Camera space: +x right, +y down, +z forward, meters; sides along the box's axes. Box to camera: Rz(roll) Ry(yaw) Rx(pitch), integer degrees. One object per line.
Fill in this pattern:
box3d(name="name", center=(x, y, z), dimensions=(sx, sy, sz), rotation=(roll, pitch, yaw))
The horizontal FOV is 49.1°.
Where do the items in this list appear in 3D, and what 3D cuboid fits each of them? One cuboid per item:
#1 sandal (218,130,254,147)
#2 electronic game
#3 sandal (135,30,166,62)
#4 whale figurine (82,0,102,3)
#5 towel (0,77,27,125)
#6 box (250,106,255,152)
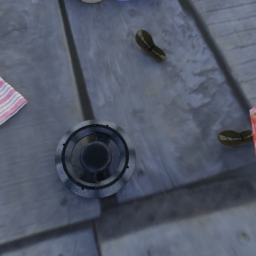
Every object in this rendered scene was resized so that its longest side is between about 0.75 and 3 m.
box3d(name="sandal", center=(3.049, 0.290, 7.925), dimensions=(1.193, 0.326, 0.488), rotation=(-8, 69, -20))
box3d(name="electronic game", center=(-0.865, 0.795, 7.549), dimensions=(2.168, 0.451, 2.168), rotation=(1, 71, -4))
box3d(name="sandal", center=(0.733, -2.707, 9.423), dimensions=(0.554, 0.370, 1.356), rotation=(-43, 85, -12))
box3d(name="whale figurine", center=(-1.694, -5.722, 10.415), dimensions=(2.395, 1.243, 1.905), rotation=(32, 67, 15))
box3d(name="towel", center=(-4.199, -0.919, 8.528), dimensions=(1.929, 0.288, 1.411), rotation=(39, 69, 18))
box3d(name="box", center=(3.235, 0.098, 5.924), dimensions=(0.791, 0.826, 1.657), rotation=(29, 45, -14))
